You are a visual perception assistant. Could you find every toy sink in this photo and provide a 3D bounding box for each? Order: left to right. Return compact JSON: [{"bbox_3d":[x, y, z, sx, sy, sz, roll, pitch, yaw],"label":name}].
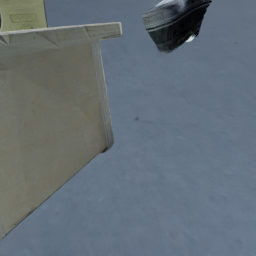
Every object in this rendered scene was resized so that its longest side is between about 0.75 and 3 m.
[{"bbox_3d":[-1.263,-0.237,3.146,1.762,1.515,2.704,1,22,24],"label":"toy sink"}]

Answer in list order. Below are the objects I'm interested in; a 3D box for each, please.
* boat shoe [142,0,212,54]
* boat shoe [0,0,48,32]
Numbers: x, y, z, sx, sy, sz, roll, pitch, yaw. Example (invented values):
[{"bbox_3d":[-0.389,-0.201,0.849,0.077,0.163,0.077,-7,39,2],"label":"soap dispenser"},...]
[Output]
[{"bbox_3d":[1.169,-2.386,6.229,0.993,0.977,2.756,4,33,38],"label":"boat shoe"},{"bbox_3d":[-1.825,-1.814,4.746,0.963,2.632,0.825,-4,46,-17],"label":"boat shoe"}]
